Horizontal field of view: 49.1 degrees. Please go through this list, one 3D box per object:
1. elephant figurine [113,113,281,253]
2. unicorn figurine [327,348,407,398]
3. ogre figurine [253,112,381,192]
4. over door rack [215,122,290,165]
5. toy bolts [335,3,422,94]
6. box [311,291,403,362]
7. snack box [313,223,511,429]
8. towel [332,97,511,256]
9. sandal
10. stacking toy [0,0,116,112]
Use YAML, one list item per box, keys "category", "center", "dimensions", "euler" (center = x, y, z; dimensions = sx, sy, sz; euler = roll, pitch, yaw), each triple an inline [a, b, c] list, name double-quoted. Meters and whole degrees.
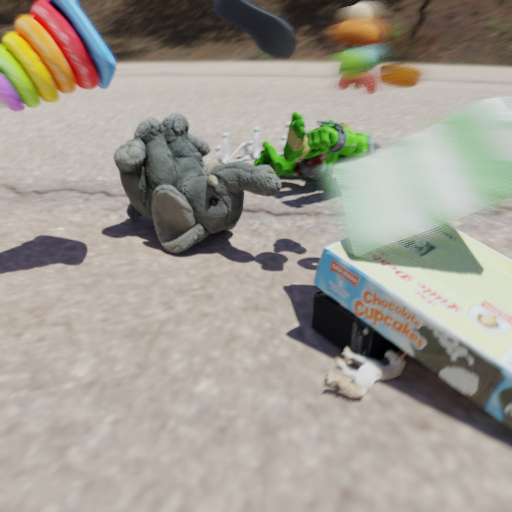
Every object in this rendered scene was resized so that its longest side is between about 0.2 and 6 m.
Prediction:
- category: "elephant figurine"
  center: [-1.091, -1.030, 10.048]
  dimensions: [2.090, 2.292, 2.954]
  euler: [-43, 67, -9]
- category: "unicorn figurine"
  center: [1.275, 1.317, 6.472]
  dimensions: [0.694, 0.373, 1.010]
  euler: [24, 47, 25]
- category: "ogre figurine"
  center: [1.398, -2.351, 13.147]
  dimensions: [2.015, 3.362, 1.649]
  euler: [0, 66, -25]
- category: "over door rack"
  center: [0.156, -2.999, 14.826]
  dimensions: [1.881, 0.848, 2.546]
  euler: [-5, 13, 17]
- category: "toy bolts"
  center: [1.692, -2.881, 7.888]
  dimensions: [1.252, 0.909, 1.311]
  euler: [10, 3, 0]
- category: "box"
  center: [1.639, 0.740, 7.394]
  dimensions: [1.502, 0.592, 1.060]
  euler: [-16, 33, -32]
- category: "snack box"
  center: [2.604, 0.688, 6.465]
  dimensions: [2.009, 0.642, 3.458]
  euler: [-22, 46, -39]
- category: "towel"
  center: [2.077, -0.998, 6.677]
  dimensions: [2.247, 0.263, 1.714]
  euler: [-21, 40, 16]
- category: "sandal"
  center: [0.030, -4.862, 11.662]
  dimensions: [1.946, 0.740, 0.417]
  euler: [30, 32, -25]
- category: "stacking toy"
  center: [-3.282, -2.473, 7.731]
  dimensions: [2.405, 1.320, 1.396]
  euler: [-38, 11, -13]
